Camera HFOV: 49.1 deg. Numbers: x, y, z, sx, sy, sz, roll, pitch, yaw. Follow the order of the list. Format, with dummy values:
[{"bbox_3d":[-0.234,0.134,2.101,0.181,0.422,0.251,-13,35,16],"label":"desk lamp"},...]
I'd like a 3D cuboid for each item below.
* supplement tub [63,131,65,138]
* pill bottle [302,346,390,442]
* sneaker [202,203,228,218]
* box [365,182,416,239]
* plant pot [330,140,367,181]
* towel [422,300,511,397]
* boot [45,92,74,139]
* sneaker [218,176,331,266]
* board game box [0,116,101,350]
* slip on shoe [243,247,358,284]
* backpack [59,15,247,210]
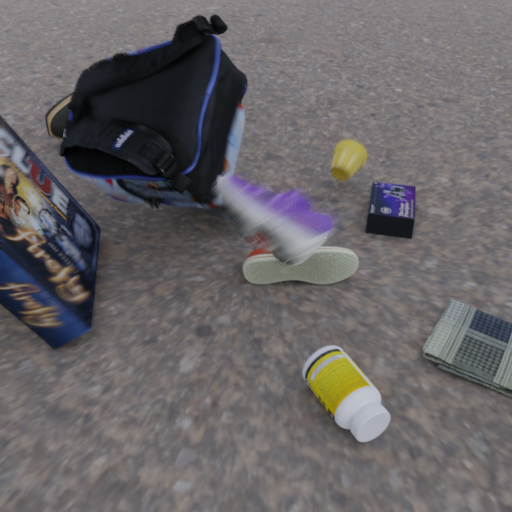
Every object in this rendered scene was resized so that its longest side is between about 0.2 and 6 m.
[{"bbox_3d":[-4.087,-2.936,14.232,1.347,0.945,0.945,16,40,19],"label":"supplement tub"},{"bbox_3d":[1.270,1.937,7.891,0.731,0.731,1.300,-17,39,-21],"label":"pill bottle"},{"bbox_3d":[-0.890,-1.489,11.918,0.838,0.938,2.290,-14,32,-39],"label":"sneaker"},{"bbox_3d":[2.893,-1.000,12.004,0.968,0.541,1.372,6,37,12],"label":"box"},{"bbox_3d":[2.045,-2.114,12.742,0.759,0.759,0.714,17,61,22],"label":"plant pot"},{"bbox_3d":[3.599,1.465,8.989,1.551,0.278,1.611,23,41,24],"label":"towel"},{"bbox_3d":[-3.623,-3.572,14.944,3.296,1.276,2.280,-29,50,-31],"label":"boot"},{"bbox_3d":[0.257,-0.664,8.773,0.987,0.954,2.366,-35,46,-19],"label":"sneaker"},{"bbox_3d":[-4.215,-1.027,8.811,0.780,4.510,3.055,-28,36,9],"label":"board game box"},{"bbox_3d":[0.818,0.096,10.389,2.131,0.789,0.652,-3,32,4],"label":"slip on shoe"},{"bbox_3d":[-1.988,-2.500,10.950,3.346,2.706,3.513,6,70,22],"label":"backpack"}]
